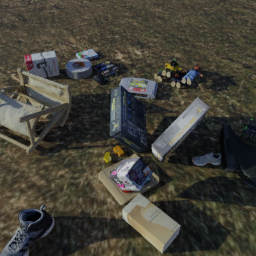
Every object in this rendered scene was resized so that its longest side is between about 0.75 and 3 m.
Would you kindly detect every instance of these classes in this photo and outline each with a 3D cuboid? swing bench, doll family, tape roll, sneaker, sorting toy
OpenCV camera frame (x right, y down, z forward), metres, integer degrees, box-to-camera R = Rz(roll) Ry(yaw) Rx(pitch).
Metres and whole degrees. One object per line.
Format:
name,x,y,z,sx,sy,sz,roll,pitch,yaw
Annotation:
swing bench,-4.074,-0.805,11.130,2.690,1.755,2.705,21,43,21
doll family,2.496,-2.700,13.673,2.351,0.923,1.359,29,47,20
tape roll,-2.489,-3.032,14.268,1.307,0.432,1.307,0,45,0
sneaker,-2.921,2.934,7.675,0.737,1.112,1.954,27,50,25
sorting toy,-0.174,1.476,9.753,1.625,0.292,2.181,-27,50,-25
sneaker,4.073,0.924,10.041,1.322,0.761,2.536,6,49,6
sneaker,2.835,1.057,10.048,1.058,0.487,0.401,-3,44,-2

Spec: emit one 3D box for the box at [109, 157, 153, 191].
box,0.063,1.368,8.265,0.653,1.138,0.752,47,63,-11

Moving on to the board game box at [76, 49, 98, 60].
board game box,-2.262,-4.013,15.450,0.975,0.178,0.737,-21,48,-21

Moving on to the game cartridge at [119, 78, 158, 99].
game cartridge,0.470,-1.902,13.201,1.790,0.366,1.191,8,41,8

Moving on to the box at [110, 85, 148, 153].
box,0.042,-0.330,10.419,0.530,1.640,2.079,-23,51,29

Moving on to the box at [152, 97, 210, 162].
box,1.732,0.131,9.469,0.523,1.715,2.165,43,84,13

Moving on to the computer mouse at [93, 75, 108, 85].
computer mouse,-1.419,-2.416,13.798,0.781,0.206,0.541,30,53,27

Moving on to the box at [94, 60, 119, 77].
box,-1.102,-3.096,14.480,0.970,0.241,0.962,-27,50,-25

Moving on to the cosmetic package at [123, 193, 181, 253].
cosmetic package,0.664,2.763,8.248,1.577,0.561,0.830,32,52,28

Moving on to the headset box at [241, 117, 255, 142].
headset box,5.027,0.103,11.053,0.955,0.443,0.831,27,51,25

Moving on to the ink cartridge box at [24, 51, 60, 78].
ink cartridge box,-4.222,-3.098,13.860,1.485,1.079,0.619,-13,46,-13
